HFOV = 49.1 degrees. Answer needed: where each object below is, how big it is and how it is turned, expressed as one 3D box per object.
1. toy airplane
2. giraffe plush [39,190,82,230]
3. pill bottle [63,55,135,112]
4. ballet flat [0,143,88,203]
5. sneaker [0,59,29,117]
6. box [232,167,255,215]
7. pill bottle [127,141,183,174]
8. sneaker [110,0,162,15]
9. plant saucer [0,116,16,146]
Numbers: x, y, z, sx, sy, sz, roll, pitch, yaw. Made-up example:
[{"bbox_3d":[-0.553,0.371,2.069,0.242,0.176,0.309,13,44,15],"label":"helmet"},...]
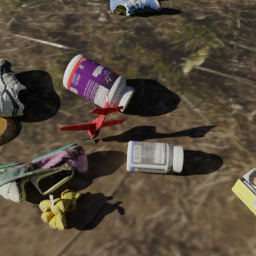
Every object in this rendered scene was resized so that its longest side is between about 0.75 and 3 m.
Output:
[{"bbox_3d":[-0.762,-0.190,7.636,2.014,2.014,0.370,-18,64,-13],"label":"toy airplane"},{"bbox_3d":[-1.598,1.883,6.908,0.856,0.992,0.804,26,28,23],"label":"giraffe plush"},{"bbox_3d":[-0.881,-1.342,8.753,2.063,1.160,1.160,28,57,1],"label":"pill bottle"},{"bbox_3d":[-2.481,1.284,7.257,2.986,1.032,1.063,-16,74,-12],"label":"ballet flat"},{"bbox_3d":[-3.885,-1.287,9.282,1.101,0.950,2.512,3,50,-23],"label":"sneaker"},{"bbox_3d":[4.136,1.188,7.400,2.727,0.683,1.026,-27,58,-19],"label":"box"},{"bbox_3d":[0.727,0.807,7.601,1.460,0.830,0.830,4,53,3],"label":"pill bottle"},{"bbox_3d":[0.323,-5.366,12.356,2.309,0.874,0.890,8,77,5],"label":"sneaker"},{"bbox_3d":[-4.127,0.033,8.559,1.284,0.227,1.284,0,53,0],"label":"plant saucer"}]
